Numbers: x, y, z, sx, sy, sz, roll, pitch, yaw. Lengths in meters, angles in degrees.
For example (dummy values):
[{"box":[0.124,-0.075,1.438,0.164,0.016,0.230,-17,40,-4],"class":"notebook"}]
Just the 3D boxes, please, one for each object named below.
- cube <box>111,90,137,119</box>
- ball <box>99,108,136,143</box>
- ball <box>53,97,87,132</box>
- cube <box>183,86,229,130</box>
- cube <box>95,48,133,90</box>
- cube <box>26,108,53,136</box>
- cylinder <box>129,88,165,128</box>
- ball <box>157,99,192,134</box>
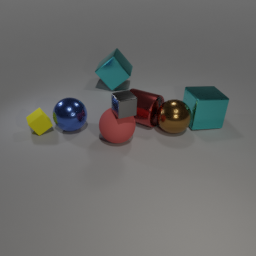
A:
[{"box":[-0.141,-0.841,9.897,0.700,0.700,0.700,-13,36,-21],"class":"cube"},{"box":[-0.411,-0.116,10.714,1.400,1.400,1.400,0,30,0],"class":"ball"},{"box":[-2.372,-0.552,11.493,1.400,1.400,1.400,0,30,0],"class":"ball"},{"box":[3.228,-0.886,11.974,1.400,1.400,1.400,-3,30,-11],"class":"cube"},{"box":[-0.739,-3.209,15.288,1.400,1.400,1.400,-33,24,25],"class":"cube"},{"box":[-3.620,-0.262,11.444,0.700,0.700,0.700,-38,38,-4],"class":"cube"},{"box":[0.649,-0.871,11.995,1.400,1.400,1.400,19,35,27],"class":"cylinder"},{"box":[1.862,-0.464,11.340,1.400,1.400,1.400,0,30,0],"class":"ball"}]
